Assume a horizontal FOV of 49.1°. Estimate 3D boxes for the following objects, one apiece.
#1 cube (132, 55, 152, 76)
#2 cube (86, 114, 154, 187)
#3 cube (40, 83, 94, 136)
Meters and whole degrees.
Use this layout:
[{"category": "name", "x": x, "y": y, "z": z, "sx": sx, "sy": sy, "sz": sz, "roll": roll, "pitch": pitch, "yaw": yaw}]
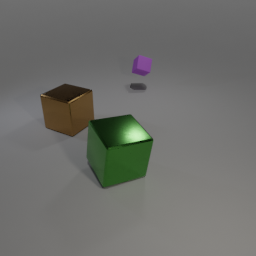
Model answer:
[{"category": "cube", "x": 0.669, "y": -2.995, "z": 13.515, "sx": 0.700, "sy": 0.700, "sz": 0.700, "roll": 13, "pitch": -10, "yaw": -19}, {"category": "cube", "x": -0.294, "y": 0.610, "z": 8.132, "sx": 1.400, "sy": 1.400, "sz": 1.400, "roll": -10, "pitch": 38, "yaw": -26}, {"category": "cube", "x": -2.277, "y": -0.735, "z": 10.746, "sx": 1.400, "sy": 1.400, "sz": 1.400, "roll": 16, "pitch": 33, "yaw": 26}]
